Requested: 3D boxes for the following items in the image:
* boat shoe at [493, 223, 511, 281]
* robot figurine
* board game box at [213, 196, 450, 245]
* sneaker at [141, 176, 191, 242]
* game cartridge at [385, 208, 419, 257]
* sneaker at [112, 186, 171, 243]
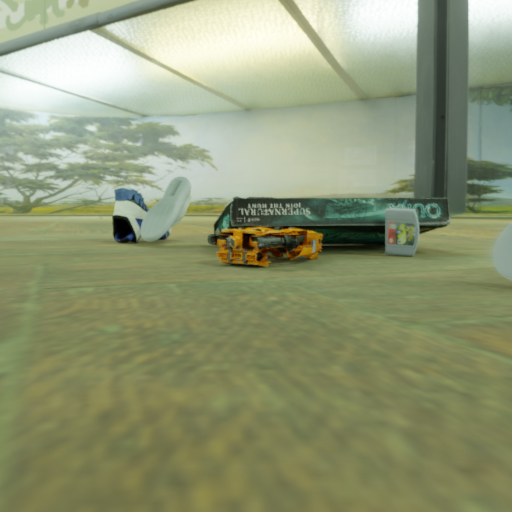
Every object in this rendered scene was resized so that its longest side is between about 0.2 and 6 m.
[{"bbox_3d":[3.247,-0.261,5.278,0.697,0.735,2.103,6,-26,-24],"label":"boat shoe"},{"bbox_3d":[0.165,-0.156,8.379,1.358,0.545,1.874,4,6,35],"label":"robot figurine"},{"bbox_3d":[1.233,-0.597,10.517,3.836,0.540,2.594,-1,-6,-10],"label":"board game box"},{"bbox_3d":[-1.793,-0.877,11.762,0.644,0.624,1.762,12,54,24],"label":"sneaker"},{"bbox_3d":[2.410,-0.382,9.254,0.539,0.810,0.166,2,22,19],"label":"game cartridge"},{"bbox_3d":[-2.756,-0.663,12.768,0.764,1.092,1.891,3,-23,24],"label":"sneaker"}]
